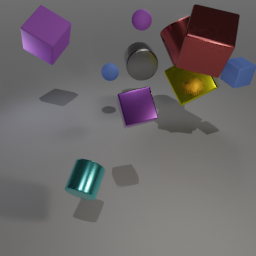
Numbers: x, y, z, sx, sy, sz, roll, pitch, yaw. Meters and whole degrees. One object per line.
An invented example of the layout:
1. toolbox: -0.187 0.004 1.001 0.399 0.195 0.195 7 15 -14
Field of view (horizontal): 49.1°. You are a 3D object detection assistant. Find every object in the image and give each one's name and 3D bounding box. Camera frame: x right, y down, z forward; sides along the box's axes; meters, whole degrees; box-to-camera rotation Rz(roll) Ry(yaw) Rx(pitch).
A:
1. ball: -0.713 -2.227 11.159 0.700 0.700 0.700 0 30 0
2. cube: -3.295 -3.730 11.368 1.400 1.400 1.400 30 66 -4
3. cylinder: -0.930 1.130 6.111 0.700 0.700 0.700 10 62 16
4. cube: 3.563 -1.802 9.086 0.700 0.700 0.700 -15 43 -21
5. ball: 0.477 -3.717 9.630 0.700 0.700 0.700 0 30 0
6. cylinder: 0.569 -3.029 12.650 1.400 1.400 1.400 -2 29 -4
7. cylinder: 2.124 -3.296 10.736 1.400 1.400 1.400 -24 3 1
8. cube: 0.185 -0.429 6.112 0.700 0.700 0.700 -14 -3 -4
9. cube: 2.371 -1.792 10.269 1.400 1.400 1.400 -26 0 23
10. cube: 2.420 -2.643 8.608 1.400 1.400 1.400 16 63 5
